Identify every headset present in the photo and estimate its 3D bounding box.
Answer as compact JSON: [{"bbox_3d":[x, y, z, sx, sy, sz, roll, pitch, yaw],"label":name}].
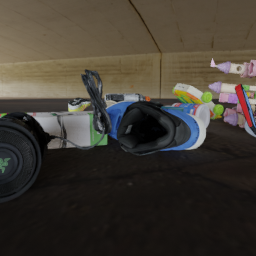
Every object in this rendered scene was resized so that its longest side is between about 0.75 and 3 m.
[{"bbox_3d":[-1.631,0.109,3.717,2.837,1.333,1.752,-12,10,-8],"label":"headset"}]

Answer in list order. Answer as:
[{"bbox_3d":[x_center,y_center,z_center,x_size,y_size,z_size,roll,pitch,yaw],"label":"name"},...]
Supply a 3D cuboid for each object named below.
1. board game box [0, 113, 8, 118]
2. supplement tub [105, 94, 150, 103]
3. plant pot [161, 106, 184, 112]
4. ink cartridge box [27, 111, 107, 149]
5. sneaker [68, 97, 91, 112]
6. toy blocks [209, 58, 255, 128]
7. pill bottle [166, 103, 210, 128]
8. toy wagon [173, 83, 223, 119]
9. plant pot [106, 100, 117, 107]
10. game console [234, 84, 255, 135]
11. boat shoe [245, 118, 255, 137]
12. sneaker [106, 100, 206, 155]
[{"bbox_3d":[-3.601,-0.263,9.896,1.930,0.459,0.980,5,9,34],"label":"board game box"},{"bbox_3d":[-0.041,-0.898,12.018,1.905,1.167,1.167,0,7,-4],"label":"supplement tub"},{"bbox_3d":[0.976,-0.107,7.212,0.909,0.854,0.909,-1,7,0],"label":"plant pot"},{"bbox_3d":[-1.508,0.008,6.692,1.786,0.753,1.305,-3,8,-19],"label":"ink cartridge box"},{"bbox_3d":[-2.168,-0.892,12.272,0.610,0.705,1.561,19,22,18],"label":"sneaker"},{"bbox_3d":[4.020,-1.305,10.506,2.131,2.366,2.532,6,11,5],"label":"toy blocks"},{"bbox_3d":[1.892,-0.411,9.477,1.537,0.863,0.863,7,10,42],"label":"pill bottle"},{"bbox_3d":[3.084,-1.000,11.943,2.609,0.516,2.025,37,-5,-32],"label":"toy wagon"},{"bbox_3d":[-0.699,-0.305,8.922,0.975,0.975,0.893,2,19,16],"label":"plant pot"},{"bbox_3d":[2.445,-0.362,5.697,0.162,0.924,1.044,-22,-21,26],"label":"game console"},{"bbox_3d":[3.969,0.004,7.436,1.566,0.578,0.667,8,11,34],"label":"boat shoe"},{"bbox_3d":[0.086,-0.106,6.202,2.862,1.098,1.592,14,6,38],"label":"sneaker"}]
